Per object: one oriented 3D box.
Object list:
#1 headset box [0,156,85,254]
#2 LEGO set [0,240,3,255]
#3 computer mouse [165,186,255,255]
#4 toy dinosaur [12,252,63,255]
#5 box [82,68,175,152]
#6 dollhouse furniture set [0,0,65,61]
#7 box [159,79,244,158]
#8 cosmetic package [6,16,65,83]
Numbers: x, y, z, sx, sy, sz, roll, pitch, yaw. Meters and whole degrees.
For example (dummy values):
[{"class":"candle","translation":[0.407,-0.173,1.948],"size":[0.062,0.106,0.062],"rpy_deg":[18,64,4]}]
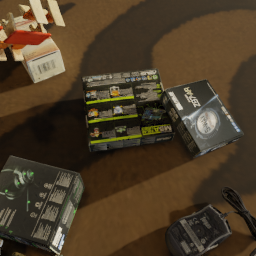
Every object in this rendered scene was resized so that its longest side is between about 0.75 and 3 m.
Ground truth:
[{"class":"headset box","translation":[-2.334,1.798,6.734],"size":[2.029,0.941,1.766],"rpy_deg":[12,58,8]},{"class":"LEGO set","translation":[-3.460,2.966,6.248],"size":[1.330,0.507,0.546],"rpy_deg":[-8,59,-13]},{"class":"computer mouse","translation":[2.083,2.585,6.502],"size":[2.388,0.550,1.677],"rpy_deg":[-25,59,-26]},{"class":"toy dinosaur","translation":[-1.697,3.300,6.036],"size":[0.937,0.504,2.125],"rpy_deg":[-36,60,-14]},{"class":"box","translation":[-0.059,-0.611,8.460],"size":[2.486,0.591,2.401],"rpy_deg":[-8,65,-6]},{"class":"dollhouse furniture set","translation":[-2.734,-2.206,6.760],"size":[1.914,1.934,0.997],"rpy_deg":[-20,88,-56]},{"class":"box","translation":[2.092,-0.345,8.074],"size":[1.656,0.450,2.068],"rpy_deg":[-16,67,-25]},{"class":"cosmetic package","translation":[-3.297,-2.841,9.802],"size":[1.213,1.024,2.347],"rpy_deg":[-28,61,-18]}]
